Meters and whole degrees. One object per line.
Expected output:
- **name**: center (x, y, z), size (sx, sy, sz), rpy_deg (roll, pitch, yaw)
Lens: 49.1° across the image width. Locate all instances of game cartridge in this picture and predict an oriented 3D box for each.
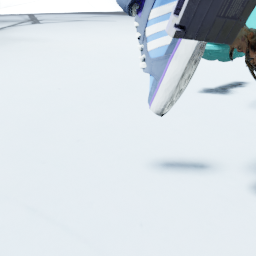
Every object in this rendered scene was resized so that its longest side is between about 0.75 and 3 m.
- **game cartridge**: center (1.161, -1.733, 3.118), size (1.044, 1.610, 0.309), rpy_deg (-6, 47, -29)

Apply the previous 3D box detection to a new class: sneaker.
- **sneaker**: center (0.309, -1.656, 4.430), size (1.857, 2.536, 1.022), rpy_deg (28, 25, 17)

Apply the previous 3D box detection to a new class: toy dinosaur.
- **toy dinosaur**: center (2.238, -1.084, 4.071), size (0.892, 1.408, 2.078), rpy_deg (31, 38, -14)

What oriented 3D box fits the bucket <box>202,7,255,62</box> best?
- **bucket**: center (2.088, -2.504, 5.785), size (2.117, 2.117, 1.378), rpy_deg (5, 1, 9)
